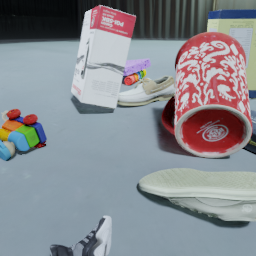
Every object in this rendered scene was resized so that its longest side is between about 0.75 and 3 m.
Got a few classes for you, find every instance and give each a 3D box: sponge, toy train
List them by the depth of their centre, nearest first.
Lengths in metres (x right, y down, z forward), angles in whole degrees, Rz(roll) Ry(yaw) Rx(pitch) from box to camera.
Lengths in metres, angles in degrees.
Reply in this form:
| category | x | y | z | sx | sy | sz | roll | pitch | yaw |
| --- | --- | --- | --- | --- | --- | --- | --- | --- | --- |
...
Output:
| category | x | y | z | sx | sy | sz | roll | pitch | yaw |
| --- | --- | --- | --- | --- | --- | --- | --- | --- | --- |
| toy train | -2.699 | 0.107 | 6.100 | 1.760 | 0.745 | 1.019 | 15 | 39 | 35 |
| sponge | -0.383 | -2.795 | 13.023 | 1.531 | 0.409 | 2.745 | -29 | 24 | -32 |

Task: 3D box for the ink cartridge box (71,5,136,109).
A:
| category | x | y | z | sx | sy | sz | roll | pitch | yaw |
| --- | --- | --- | --- | --- | --- | --- | --- | --- | --- |
| ink cartridge box | -0.857 | -2.122 | 8.574 | 1.114 | 2.689 | 1.974 | 8 | 12 | -22 |

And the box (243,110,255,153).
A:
| category | x | y | z | sx | sy | sz | roll | pitch | yaw |
| --- | --- | --- | --- | --- | --- | --- | --- | --- | --- |
| box | 3.035 | 0.089 | 6.344 | 1.399 | 0.453 | 1.774 | -10 | 23 | -26 |

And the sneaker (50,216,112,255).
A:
| category | x | y | z | sx | sy | sz | roll | pitch | yaw |
| --- | --- | --- | --- | --- | --- | --- | --- | --- | --- |
| sneaker | -0.533 | 1.346 | 3.151 | 0.595 | 0.395 | 1.045 | 6 | 24 | 8 |

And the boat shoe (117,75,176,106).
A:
| category | x | y | z | sx | sy | sz | roll | pitch | yaw |
| --- | --- | --- | --- | --- | --- | --- | --- | --- | --- |
| boat shoe | 0.601 | -1.285 | 9.431 | 2.351 | 0.804 | 0.879 | -15 | 26 | -34 |

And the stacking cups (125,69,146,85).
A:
| category | x | y | z | sx | sy | sz | roll | pitch | yaw |
| --- | --- | --- | --- | --- | --- | --- | --- | --- | --- |
| stacking cups | 0.306 | -2.343 | 12.539 | 0.547 | 0.547 | 1.810 | 8 | 22 | 19 |

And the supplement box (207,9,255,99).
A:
| category | x | y | z | sx | sy | sz | roll | pitch | yaw |
| --- | --- | --- | --- | --- | --- | --- | --- | --- | --- |
| supplement box | 4.407 | -2.700 | 10.152 | 2.911 | 2.908 | 1.954 | 2 | 21 | 5 |

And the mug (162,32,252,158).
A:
| category | x | y | z | sx | sy | sz | roll | pitch | yaw |
| --- | --- | --- | --- | --- | --- | --- | --- | --- | --- |
| mug | 1.762 | -0.540 | 6.259 | 1.709 | 2.273 | 2.561 | 13 | 43 | 2 |

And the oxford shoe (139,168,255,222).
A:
| category | x | y | z | sx | sy | sz | roll | pitch | yaw |
| --- | --- | --- | --- | --- | --- | --- | --- | --- | --- |
| oxford shoe | 1.004 | 0.953 | 4.032 | 2.030 | 0.586 | 0.763 | -2 | 18 | 40 |
